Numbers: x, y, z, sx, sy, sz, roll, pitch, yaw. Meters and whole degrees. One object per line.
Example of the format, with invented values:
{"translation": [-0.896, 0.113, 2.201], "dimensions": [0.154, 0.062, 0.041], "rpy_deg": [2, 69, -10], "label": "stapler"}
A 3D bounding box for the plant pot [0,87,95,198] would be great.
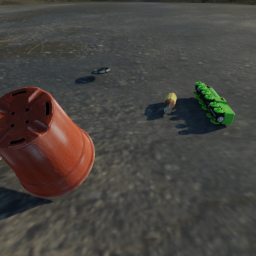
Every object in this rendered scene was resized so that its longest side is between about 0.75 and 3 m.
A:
{"translation": [-1.798, 0.238, 5.696], "dimensions": [1.851, 1.800, 1.851], "rpy_deg": [-5, 57, 7], "label": "plant pot"}

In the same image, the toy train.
{"translation": [2.917, -0.914, 9.644], "dimensions": [0.752, 0.556, 2.667], "rpy_deg": [4, 31, -6], "label": "toy train"}

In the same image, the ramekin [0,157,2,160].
{"translation": [-3.594, 0.219, 6.719], "dimensions": [1.636, 1.636, 0.762], "rpy_deg": [8, 58, 14], "label": "ramekin"}

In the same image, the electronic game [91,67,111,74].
{"translation": [-1.213, -2.552, 12.591], "dimensions": [0.903, 0.188, 0.903], "rpy_deg": [-6, 23, 3], "label": "electronic game"}

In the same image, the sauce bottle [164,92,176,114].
{"translation": [1.446, -0.864, 9.787], "dimensions": [0.403, 0.403, 1.220], "rpy_deg": [8, 30, 14], "label": "sauce bottle"}
